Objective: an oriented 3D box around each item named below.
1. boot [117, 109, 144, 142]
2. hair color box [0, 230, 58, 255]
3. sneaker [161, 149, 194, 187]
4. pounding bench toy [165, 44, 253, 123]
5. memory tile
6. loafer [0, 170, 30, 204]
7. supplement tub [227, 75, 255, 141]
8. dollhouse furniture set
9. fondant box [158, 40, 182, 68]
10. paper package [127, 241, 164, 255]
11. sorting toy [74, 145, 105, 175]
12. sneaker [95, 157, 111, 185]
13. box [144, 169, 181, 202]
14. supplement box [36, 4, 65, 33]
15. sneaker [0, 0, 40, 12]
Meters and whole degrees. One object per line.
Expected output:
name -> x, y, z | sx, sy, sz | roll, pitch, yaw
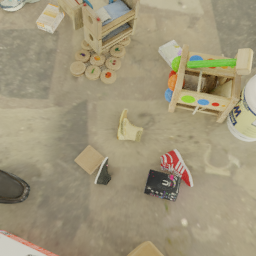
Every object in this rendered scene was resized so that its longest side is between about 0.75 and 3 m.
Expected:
boot -> 0.120, -0.085, 10.132 | 0.906, 0.424, 1.165 | 8, 69, 4
hair color box -> -2.925, 4.280, 8.044 | 2.935, 0.938, 1.628 | 20, 69, 9
sneaker -> 1.598, 1.439, 9.455 | 0.791, 0.501, 1.406 | -19, 61, -12
pounding bench toy -> 2.564, -1.775, 9.479 | 2.284, 2.928, 1.819 | 12, 68, 4
memory tile -> -1.127, -3.051, 11.484 | 1.960, 0.215, 2.558 | 15, 69, 7
loafer -> -4.641, 1.689, 9.045 | 2.934, 1.061, 1.068 | 15, 67, 5
supplement tub -> 4.376, -0.603, 9.305 | 1.693, 2.335, 1.693 | 0, 67, 0
dollhouse furniture set -> -1.240, -4.832, 11.012 | 1.961, 1.950, 2.782 | -36, 76, -18
fondant box -> 1.849, -2.999, 11.411 | 0.762, 0.307, 1.056 | -31, 72, -12
paper package -> 0.401, 4.783, 7.639 | 2.491, 1.289, 2.374 | -39, 73, -16
sorting toy -> -1.331, 1.112, 9.800 | 0.835, 0.152, 0.773 | 37, 72, 19
sneaker -> -0.734, 1.501, 9.536 | 0.487, 0.347, 0.982 | 19, 74, 6
box -> 1.123, 1.875, 9.146 | 1.074, 0.569, 0.656 | 13, 48, 7
supplement box -> -3.323, -4.722, 12.060 | 0.719, 0.419, 1.140 | 22, 68, 7
sneaker -> -4.790, -5.880, 12.318 | 1.947, 0.840, 0.755 | -31, 71, -12
